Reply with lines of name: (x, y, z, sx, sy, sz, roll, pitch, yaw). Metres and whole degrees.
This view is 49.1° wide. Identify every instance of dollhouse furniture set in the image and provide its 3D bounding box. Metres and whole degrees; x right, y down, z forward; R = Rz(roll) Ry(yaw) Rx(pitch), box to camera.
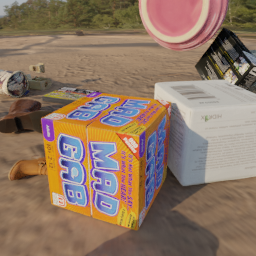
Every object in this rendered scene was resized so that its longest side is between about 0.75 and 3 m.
dollhouse furniture set: (-3.697, -2.076, 10.988, 1.153, 1.019, 0.641, 9, 24, 19)

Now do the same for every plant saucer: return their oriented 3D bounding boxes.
plant saucer: (1.463, -3.672, 8.292, 2.828, 2.828, 0.717, 14, 32, 30)

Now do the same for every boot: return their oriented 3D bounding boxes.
boot: (-1.712, 0.804, 5.231, 0.653, 0.323, 0.842, 16, 20, 24)
boot: (-2.525, -0.423, 7.775, 1.768, 0.609, 1.897, -2, 19, -8)

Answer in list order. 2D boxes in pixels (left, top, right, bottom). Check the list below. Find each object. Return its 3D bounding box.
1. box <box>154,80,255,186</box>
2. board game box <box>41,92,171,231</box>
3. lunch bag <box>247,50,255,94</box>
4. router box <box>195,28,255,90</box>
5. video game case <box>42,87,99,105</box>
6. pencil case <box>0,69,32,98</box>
box: (1.551, -0.013, 5.520, 1.750, 1.499, 1.741, -4, 23, -13)
board game box: (-0.257, 0.394, 4.559, 1.506, 1.505, 1.507, 10, 25, 21)
lunch bag: (4.189, -1.955, 10.069, 2.162, 1.506, 1.813, -2, 22, -3)
router box: (3.095, -1.903, 8.859, 0.553, 1.614, 2.165, 13, 42, -26)
video game case: (-1.977, -1.123, 9.817, 1.509, 0.192, 1.364, 9, 25, 18)
pencil case: (-4.679, -1.773, 10.366, 2.414, 0.939, 1.080, 16, 31, 34)
